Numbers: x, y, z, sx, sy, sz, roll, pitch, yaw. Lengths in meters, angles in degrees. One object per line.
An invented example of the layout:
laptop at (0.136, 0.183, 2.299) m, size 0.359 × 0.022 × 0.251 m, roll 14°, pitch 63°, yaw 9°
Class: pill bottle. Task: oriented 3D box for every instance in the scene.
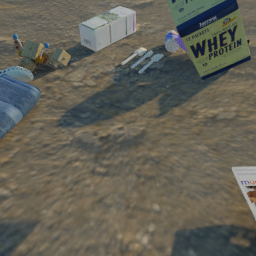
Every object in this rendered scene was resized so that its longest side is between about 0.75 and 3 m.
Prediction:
pill bottle at (1.822, -3.616, 11.560) m, size 0.568 × 0.568 × 1.014 m, roll 3°, pitch 45°, yaw 3°

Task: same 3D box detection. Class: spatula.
spatula at (0.522, -2.667, 10.929) m, size 1.138 × 0.131 × 1.637 m, roll 30°, pitch 52°, yaw 20°

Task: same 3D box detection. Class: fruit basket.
fruit basket at (3.856, 1.678, 5.533) m, size 2.706 × 1.369 × 2.921 m, roll -1°, pitch 41°, yaw -1°

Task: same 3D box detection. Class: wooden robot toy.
wooden robot toy at (-3.399, -2.474, 10.353) m, size 2.682 × 1.182 × 1.217 m, roll 20°, pitch 83°, yaw 19°

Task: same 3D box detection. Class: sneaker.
sneaker at (-4.183, -1.612, 9.497) m, size 1.917 × 0.720 × 0.777 m, roll -3°, pitch 58°, yaw 0°

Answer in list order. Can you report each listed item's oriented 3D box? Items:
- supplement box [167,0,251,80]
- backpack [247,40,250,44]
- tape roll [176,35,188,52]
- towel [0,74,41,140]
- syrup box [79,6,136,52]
supplement box at (2.153, -2.949, 7.702) m, size 1.447 × 2.153 × 2.155 m, roll -23°, pitch 55°, yaw 21°
backpack at (4.026, -2.926, 10.718) m, size 0.996 × 0.756 × 1.194 m, roll 13°, pitch 44°, yaw 29°
tape roll at (2.692, -3.338, 10.938) m, size 1.561 × 0.512 × 1.561 m, roll 17°, pitch 38°, yaw -14°
towel at (-3.899, -0.420, 8.106) m, size 1.587 × 0.690 × 2.843 m, roll 22°, pitch 48°, yaw 9°
syrup box at (-0.810, -4.261, 11.915) m, size 0.965 × 0.998 × 2.451 m, roll 33°, pitch 53°, yaw 29°
